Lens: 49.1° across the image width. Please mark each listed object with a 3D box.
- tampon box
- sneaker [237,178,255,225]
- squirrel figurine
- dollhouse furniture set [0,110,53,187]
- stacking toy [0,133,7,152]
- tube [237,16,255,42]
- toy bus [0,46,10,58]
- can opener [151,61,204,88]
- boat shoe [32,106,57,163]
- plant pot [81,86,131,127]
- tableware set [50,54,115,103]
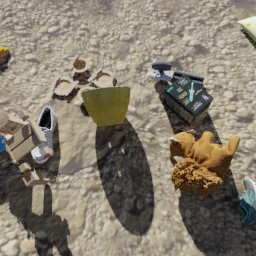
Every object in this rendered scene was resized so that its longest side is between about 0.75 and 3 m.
[{"bbox_3d":[2.516,-1.167,11.909,1.233,1.039,1.645,-38,69,-18],"label":"tampon box"},{"bbox_3d":[4.339,2.665,10.138,0.798,0.678,1.749,-4,61,2],"label":"sneaker"},{"bbox_3d":[2.476,1.177,10.356,2.345,1.778,2.513,23,62,19],"label":"squirrel figurine"},{"bbox_3d":[-3.644,0.677,10.671,1.452,1.241,2.802,-38,72,8],"label":"dollhouse furniture set"},{"bbox_3d":[-5.522,0.195,11.403,0.887,0.938,1.617,-30,54,-7],"label":"stacking toy"},{"bbox_3d":[6.621,-4.632,13.986,0.801,0.716,2.760,9,48,-40],"label":"tube"},{"bbox_3d":[-6.267,-3.626,13.579,0.989,0.387,0.322,-38,68,-18],"label":"toy bus"},{"bbox_3d":[2.237,-2.413,12.690,2.465,0.824,0.658,14,63,7],"label":"can opener"},{"bbox_3d":[-3.456,0.224,11.330,0.867,0.770,2.356,0,62,0],"label":"boat shoe"},{"bbox_3d":[-0.817,-0.820,11.396,2.019,2.019,1.433,-6,90,-3],"label":"plant pot"},{"bbox_3d":[-2.042,-2.157,12.847,2.713,0.315,2.266,24,65,13],"label":"tableware set"}]
